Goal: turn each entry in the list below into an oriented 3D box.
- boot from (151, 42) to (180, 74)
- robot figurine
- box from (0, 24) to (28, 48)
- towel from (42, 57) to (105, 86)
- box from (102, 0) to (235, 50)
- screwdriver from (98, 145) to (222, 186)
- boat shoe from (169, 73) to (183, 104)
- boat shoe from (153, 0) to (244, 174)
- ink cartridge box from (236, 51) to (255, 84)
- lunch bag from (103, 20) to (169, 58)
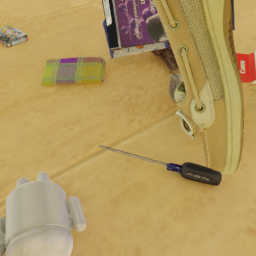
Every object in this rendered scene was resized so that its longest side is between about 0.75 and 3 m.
[{"bbox_3d":[1.703,-2.437,9.224,1.420,0.489,1.523,-28,47,-9],"label":"boot"},{"bbox_3d":[-1.504,1.642,4.740,1.552,1.034,1.830,-16,46,-6],"label":"robot figurine"},{"bbox_3d":[-4.430,-3.456,10.434,0.849,0.234,1.243,-34,54,-29],"label":"box"},{"bbox_3d":[-1.661,-1.788,8.783,1.906,0.217,1.369,-3,46,-2],"label":"towel"},{"bbox_3d":[0.795,-2.876,6.106,2.639,1.953,1.377,-13,16,-9],"label":"box"},{"bbox_3d":[0.633,0.785,6.141,2.764,0.402,0.386,11,45,16],"label":"screwdriver"},{"bbox_3d":[2.022,-0.690,7.158,0.947,0.962,2.582,-18,49,-17],"label":"boat shoe"},{"bbox_3d":[0.528,-0.545,2.311,0.650,2.066,0.754,-9,25,15],"label":"boat shoe"},{"bbox_3d":[4.263,-2.031,8.815,2.235,0.560,1.798,12,46,10],"label":"ink cartridge box"},{"bbox_3d":[0.305,-3.503,9.520,1.984,1.445,2.334,-6,32,10],"label":"lunch bag"}]
